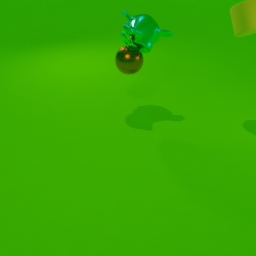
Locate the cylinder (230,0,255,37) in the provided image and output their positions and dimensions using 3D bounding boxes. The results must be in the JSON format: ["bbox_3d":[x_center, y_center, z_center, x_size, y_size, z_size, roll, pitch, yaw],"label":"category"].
[{"bbox_3d":[3.550,-3.256,8.350,0.837,0.837,0.837,-13,3,1],"label":"cylinder"}]

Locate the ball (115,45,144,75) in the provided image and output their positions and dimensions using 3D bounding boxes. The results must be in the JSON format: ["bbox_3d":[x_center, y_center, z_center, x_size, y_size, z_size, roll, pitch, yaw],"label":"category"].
[{"bbox_3d":[0.040,-2.160,8.918,0.917,0.917,0.917,0,34,0],"label":"ball"}]

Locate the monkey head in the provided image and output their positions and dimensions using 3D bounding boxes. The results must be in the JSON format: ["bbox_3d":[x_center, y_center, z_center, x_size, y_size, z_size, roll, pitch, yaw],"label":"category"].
[{"bbox_3d":[0.387,-3.176,8.997,1.969,1.186,1.416,31,-2,16],"label":"monkey head"}]
